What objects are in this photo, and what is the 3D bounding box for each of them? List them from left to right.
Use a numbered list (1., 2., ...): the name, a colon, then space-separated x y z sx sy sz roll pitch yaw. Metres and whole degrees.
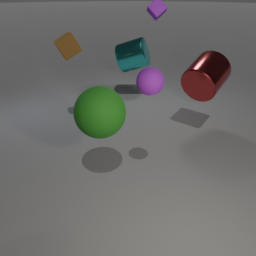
1. cube: -2.190 -2.983 10.164 0.700 0.700 0.700 -35 31 -4
2. ball: -0.751 -0.413 7.497 1.400 1.400 1.400 0 28 0
3. cylinder: 0.253 -3.601 13.828 1.400 1.400 1.400 -11 24 19
4. ball: 0.553 -1.159 6.978 0.700 0.700 0.700 0 28 0
5. cube: 1.421 -5.839 13.752 0.700 0.700 0.700 -42 5 4
6. cylinder: 2.907 -1.935 10.464 1.400 1.400 1.400 20 54 34
